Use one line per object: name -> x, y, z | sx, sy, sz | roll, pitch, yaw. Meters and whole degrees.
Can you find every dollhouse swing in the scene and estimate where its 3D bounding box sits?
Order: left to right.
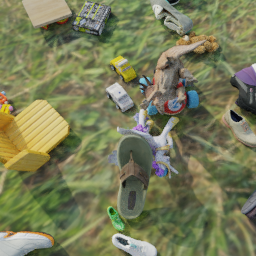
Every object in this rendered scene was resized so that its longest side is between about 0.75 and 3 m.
dollhouse swing -> -3.123, -0.023, 8.468 | 1.772, 1.832, 2.016 | -47, 71, 2

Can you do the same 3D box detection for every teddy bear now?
teddy bear -> 2.647, -3.253, 10.617 | 1.583, 0.529, 1.148 | 13, 63, 6

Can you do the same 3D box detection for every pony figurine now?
pony figurine -> 0.575, 0.408, 8.391 | 2.027, 1.748, 2.099 | 16, 49, -4

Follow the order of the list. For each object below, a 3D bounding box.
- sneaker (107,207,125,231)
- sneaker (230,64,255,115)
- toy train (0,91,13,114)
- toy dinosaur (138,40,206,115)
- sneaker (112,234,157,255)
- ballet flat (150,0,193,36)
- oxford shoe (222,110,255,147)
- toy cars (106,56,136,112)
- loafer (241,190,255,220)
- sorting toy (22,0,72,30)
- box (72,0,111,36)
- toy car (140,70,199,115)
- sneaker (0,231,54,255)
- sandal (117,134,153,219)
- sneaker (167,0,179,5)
sneaker -> -0.365, 2.558, 7.902 | 0.279, 0.315, 0.754 | -32, 69, -15
sneaker -> 4.240, -0.754, 9.300 | 1.133, 0.980, 2.587 | -23, 70, 19
toy train -> -4.420, -0.591, 9.434 | 0.971, 0.360, 1.293 | 30, 65, 15
toy dinosaur -> 1.069, -1.464, 7.862 | 1.133, 2.639, 1.789 | 18, 28, -13
sneaker -> 0.164, 3.174, 7.468 | 1.260, 0.557, 0.474 | 16, 64, 7
ballet flat -> 1.538, -4.475, 11.082 | 0.730, 0.772, 2.291 | -43, 72, -15
oxford shoe -> 3.653, 0.008, 9.019 | 0.510, 0.531, 1.440 | -37, 69, -16
toy cars -> -0.239, -1.683, 9.854 | 1.035, 0.511, 2.308 | 4, 64, 3
loafer -> 4.340, 1.749, 7.992 | 2.628, 0.945, 0.828 | -39, 74, -20
sorting toy -> -3.220, -4.669, 11.289 | 1.545, 0.538, 1.536 | -24, 67, -11
box -> -1.439, -4.442, 11.303 | 1.156, 0.320, 1.443 | 16, 65, 8
toy car -> 1.378, -1.502, 9.006 | 1.733, 1.880, 1.663 | -10, 65, -4
sneaker -> -2.902, 3.217, 7.447 | 1.916, 0.725, 0.881 | -3, 71, 7
sandal -> 0.189, 1.379, 7.584 | 0.990, 0.711, 2.493 | 0, 101, -2
sneaker -> 2.157, -5.760, 11.751 | 1.468, 0.661, 0.513 | -35, 69, -16
